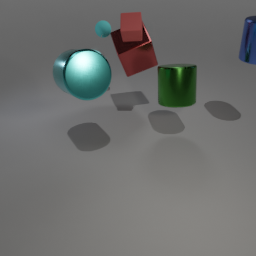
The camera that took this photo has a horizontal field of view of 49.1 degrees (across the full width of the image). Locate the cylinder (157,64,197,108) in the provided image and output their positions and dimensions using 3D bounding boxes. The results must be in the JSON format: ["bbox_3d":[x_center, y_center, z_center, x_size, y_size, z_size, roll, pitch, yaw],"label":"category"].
[{"bbox_3d":[1.793,-1.579,10.253,1.400,1.400,1.400,-3,18,1],"label":"cylinder"}]

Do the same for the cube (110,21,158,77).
[{"bbox_3d":[0.262,-3.245,11.508,1.400,1.400,1.400,-21,57,6],"label":"cube"}]

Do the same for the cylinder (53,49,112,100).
[{"bbox_3d":[-1.379,-1.598,8.250,1.400,1.400,1.400,-15,19,-23],"label":"cylinder"}]

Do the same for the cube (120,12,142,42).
[{"bbox_3d":[0.127,-3.492,9.698,0.700,0.700,0.700,-1,-13,6],"label":"cube"}]

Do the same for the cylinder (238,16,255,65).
[{"bbox_3d":[4.679,-3.055,9.706,1.400,1.400,1.400,-2,31,1],"label":"cylinder"}]

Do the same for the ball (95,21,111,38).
[{"bbox_3d":[-1.074,-4.261,12.074,0.700,0.700,0.700,0,31,0],"label":"ball"}]
